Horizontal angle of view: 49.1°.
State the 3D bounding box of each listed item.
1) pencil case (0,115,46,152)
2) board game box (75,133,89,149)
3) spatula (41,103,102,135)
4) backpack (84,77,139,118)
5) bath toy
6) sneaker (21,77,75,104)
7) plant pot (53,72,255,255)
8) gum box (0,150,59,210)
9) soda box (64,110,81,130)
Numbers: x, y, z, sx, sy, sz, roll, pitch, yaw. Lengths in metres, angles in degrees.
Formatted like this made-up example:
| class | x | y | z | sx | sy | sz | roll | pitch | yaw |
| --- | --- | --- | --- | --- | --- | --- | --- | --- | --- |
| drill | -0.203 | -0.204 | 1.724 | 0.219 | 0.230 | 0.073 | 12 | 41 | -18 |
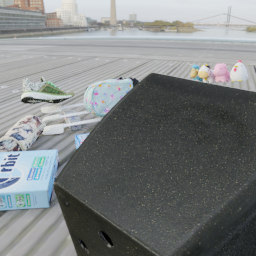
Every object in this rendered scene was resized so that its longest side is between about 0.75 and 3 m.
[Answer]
| class | x | y | z | sx | sy | sz | roll | pitch | yaw |
| --- | --- | --- | --- | --- | --- | --- | --- | --- | --- |
| pencil case | -3.154 | 0.263 | 8.449 | 0.905 | 0.787 | 2.024 | 0 | 23 | 2 |
| board game box | -0.136 | 0.772 | 7.599 | 2.073 | 0.501 | 2.740 | -8 | 24 | -19 |
| spatula | -2.009 | -0.428 | 10.096 | 2.189 | 0.176 | 1.522 | -9 | 40 | -10 |
| backpack | -0.552 | -1.045 | 9.740 | 1.944 | 1.622 | 1.230 | -3 | 2 | -18 |
| bath toy | 3.059 | -1.879 | 9.423 | 0.819 | 0.696 | 1.883 | -6 | 9 | -44 |
| sneaker | -2.864 | -1.421 | 10.178 | 0.828 | 0.954 | 2.154 | -13 | -4 | 41 |
| plant pot | 0.696 | 1.177 | 4.067 | 2.892 | 2.899 | 2.571 | 21 | 42 | 40 |
| gum box | -2.884 | 1.177 | 6.639 | 2.231 | 0.497 | 1.896 | -2 | 23 | -6 |
| soda box | -2.052 | -0.310 | 10.355 | 0.404 | 0.376 | 1.185 | -9 | 24 | -20 |
